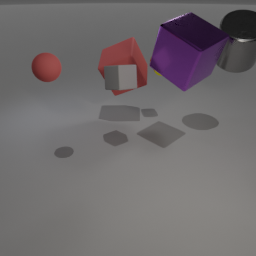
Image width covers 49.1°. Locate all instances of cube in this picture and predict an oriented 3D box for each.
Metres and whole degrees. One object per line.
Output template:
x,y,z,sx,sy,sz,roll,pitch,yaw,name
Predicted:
-0.220,-1.504,8.313,0.700,0.700,0.700,-13,16,-40,cube
1.688,-2.172,7.943,1.400,1.400,1.400,-33,64,-32,cube
-0.151,-2.357,10.791,1.400,1.400,1.400,-17,41,20,cube

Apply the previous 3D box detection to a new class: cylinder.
3.526,-2.727,8.892,1.400,1.400,1.400,-3,60,5,cylinder
1.251,-2.450,10.692,0.700,0.700,0.700,-4,38,-8,cylinder

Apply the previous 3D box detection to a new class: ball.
-1.970,-1.465,6.782,0.700,0.700,0.700,0,27,0,ball
